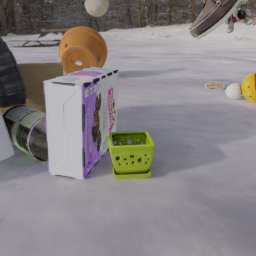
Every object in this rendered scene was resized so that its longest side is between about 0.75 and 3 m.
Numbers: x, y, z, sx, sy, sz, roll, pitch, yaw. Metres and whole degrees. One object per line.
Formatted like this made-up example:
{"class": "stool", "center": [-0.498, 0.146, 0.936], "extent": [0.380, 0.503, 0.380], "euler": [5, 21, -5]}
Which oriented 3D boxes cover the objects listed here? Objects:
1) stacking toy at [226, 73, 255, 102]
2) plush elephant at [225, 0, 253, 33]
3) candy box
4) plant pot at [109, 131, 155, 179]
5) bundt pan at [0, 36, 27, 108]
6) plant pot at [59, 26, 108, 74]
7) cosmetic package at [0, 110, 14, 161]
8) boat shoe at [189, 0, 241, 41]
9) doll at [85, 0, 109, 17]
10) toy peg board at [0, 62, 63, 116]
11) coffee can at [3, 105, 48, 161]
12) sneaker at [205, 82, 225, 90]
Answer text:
{"class": "stacking toy", "center": [5.047, -1.524, 10.657], "extent": [2.582, 1.887, 1.887], "euler": [-10, 11, 35]}
{"class": "plush elephant", "center": [3.281, -3.546, 8.495], "extent": [0.812, 0.986, 0.763], "euler": [-8, -11, 33]}
{"class": "candy box", "center": [-0.879, -0.256, 6.009], "extent": [0.779, 1.827, 2.178], "euler": [7, 21, 13]}
{"class": "plant pot", "center": [0.049, 0.533, 5.436], "extent": [0.821, 0.748, 0.825], "euler": [-3, 20, -5]}
{"class": "bundt pan", "center": [-3.062, -1.236, 6.460], "extent": [0.664, 1.770, 1.770], "euler": [-29, 32, -32]}
{"class": "plant pot", "center": [-2.617, -3.992, 15.767], "extent": [2.828, 2.828, 1.979], "euler": [0, 37, 1]}
{"class": "cosmetic package", "center": [-3.950, -0.642, 5.160], "extent": [2.374, 2.837, 2.360], "euler": [-24, 29, -29]}
{"class": "boat shoe", "center": [2.139, -2.954, 6.336], "extent": [2.356, 0.701, 0.846], "euler": [-46, 21, -7]}
{"class": "doll", "center": [-0.989, -2.508, 4.151], "extent": [1.346, 1.972, 0.478], "euler": [-28, 38, 23]}
{"class": "toy peg board", "center": [-2.762, -0.855, 8.019], "extent": [1.853, 1.845, 0.906], "euler": [-6, 5, -16]}
{"class": "coffee can", "center": [-2.121, 0.079, 6.322], "extent": [1.358, 0.994, 0.994], "euler": [17, 26, 40]}
{"class": "sneaker", "center": [4.124, -2.016, 13.268], "extent": [0.924, 0.361, 0.357], "euler": [6, 11, 14]}
